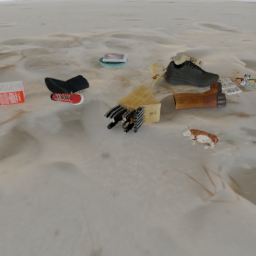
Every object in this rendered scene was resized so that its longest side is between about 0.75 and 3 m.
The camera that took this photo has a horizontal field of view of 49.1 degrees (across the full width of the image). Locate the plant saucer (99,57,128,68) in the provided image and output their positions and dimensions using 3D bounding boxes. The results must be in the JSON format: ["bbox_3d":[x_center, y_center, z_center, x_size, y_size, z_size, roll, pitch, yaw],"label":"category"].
[{"bbox_3d":[-0.880,-3.975,16.909,1.741,0.313,1.741,0,31,0],"label":"plant saucer"}]

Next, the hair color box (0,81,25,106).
[{"bbox_3d":[-5.780,-1.517,12.566,2.126,0.680,1.179,-8,33,-15],"label":"hair color box"}]

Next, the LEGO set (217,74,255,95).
[{"bbox_3d":[5.725,-2.140,13.991,2.173,0.533,1.624,-13,32,0],"label":"LEGO set"}]

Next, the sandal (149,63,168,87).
[{"bbox_3d":[1.481,-2.917,14.319,0.902,1.005,2.742,41,33,3],"label":"sandal"}]

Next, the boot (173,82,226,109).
[{"bbox_3d":[3.142,-1.437,12.679,2.188,0.749,2.060,-3,39,9],"label":"boot"}]

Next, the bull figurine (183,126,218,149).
[{"bbox_3d":[2.511,0.330,9.817,1.253,0.408,0.761,13,35,22],"label":"bull figurine"}]

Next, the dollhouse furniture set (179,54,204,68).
[{"bbox_3d":[3.619,-3.755,16.432,1.164,0.773,1.020,8,24,-32],"label":"dollhouse furniture set"}]

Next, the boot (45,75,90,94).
[{"bbox_3d":[-2.923,-2.142,13.532,1.791,0.684,1.505,30,46,29],"label":"boot"}]

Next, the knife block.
[{"bbox_3d":[0.021,-0.773,11.168,2.294,0.836,2.613,-7,33,-13],"label":"knife block"}]

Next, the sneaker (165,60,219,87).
[{"bbox_3d":[3.239,-2.774,14.097,2.697,1.224,1.024,6,30,8],"label":"sneaker"}]

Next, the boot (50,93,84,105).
[{"bbox_3d":[-2.139,-1.035,9.672,1.081,0.391,0.780,4,0,33],"label":"boot"}]

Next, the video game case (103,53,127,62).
[{"bbox_3d":[-0.766,-4.283,16.966,1.393,0.160,1.270,1,31,2],"label":"video game case"}]
